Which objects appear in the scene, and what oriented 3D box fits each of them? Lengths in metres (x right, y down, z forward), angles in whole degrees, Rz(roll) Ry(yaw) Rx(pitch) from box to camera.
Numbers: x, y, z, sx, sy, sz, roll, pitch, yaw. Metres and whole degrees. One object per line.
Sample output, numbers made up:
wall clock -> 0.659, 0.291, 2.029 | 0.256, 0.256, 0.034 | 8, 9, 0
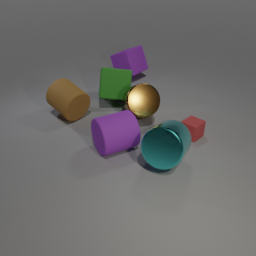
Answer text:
cube -> 2.587, 0.024, 11.184 | 0.700, 0.700, 0.700 | 27, 40, 36
cube -> -0.637, -2.101, 13.392 | 1.400, 1.400, 1.400 | 4, 9, -8
cylinder -> 0.535, -1.160, 11.946 | 1.400, 1.400, 1.400 | -5, 6, -8
cube -> 0.080, -3.808, 16.217 | 1.400, 1.400, 1.400 | 0, 26, 46
cylinder -> 1.311, 0.518, 9.417 | 1.400, 1.400, 1.400 | 13, 17, 20
cylinder -> -0.467, 0.170, 10.259 | 1.400, 1.400, 1.400 | -16, 35, -23
cylinder -> -2.597, -1.238, 12.212 | 1.400, 1.400, 1.400 | 37, 46, 26
